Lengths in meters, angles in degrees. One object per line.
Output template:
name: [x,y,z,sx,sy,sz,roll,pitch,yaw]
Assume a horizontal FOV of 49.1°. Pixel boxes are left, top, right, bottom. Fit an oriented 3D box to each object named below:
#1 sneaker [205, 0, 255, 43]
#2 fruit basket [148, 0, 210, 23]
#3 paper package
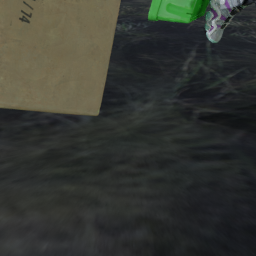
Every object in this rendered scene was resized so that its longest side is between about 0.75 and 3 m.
sneaker: [2.641,-2.947,6.954,1.254,1.792,0.697,26,44,37]
fruit basket: [1.082,-3.956,7.561,2.435,1.756,2.435,12,35,-9]
paper package: [-1.623,-1.820,4.444,2.791,2.929,1.515,4,12,-42]
